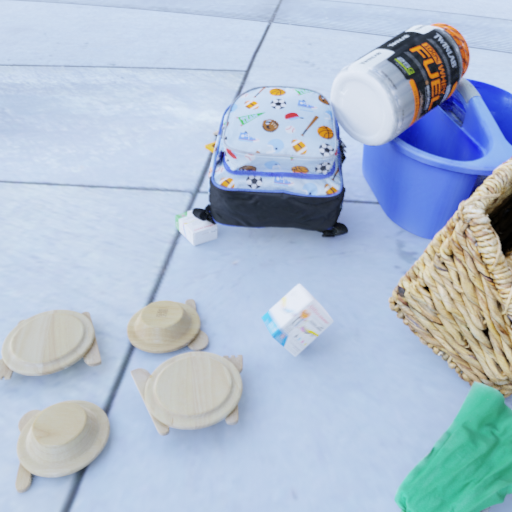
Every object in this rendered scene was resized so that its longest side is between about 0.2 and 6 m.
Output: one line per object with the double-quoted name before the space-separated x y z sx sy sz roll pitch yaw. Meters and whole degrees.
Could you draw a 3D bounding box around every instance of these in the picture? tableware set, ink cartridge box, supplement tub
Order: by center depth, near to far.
"tableware set" -2.175 1.792 8.841 3.880 0.450 3.241 -11 37 -13
"ink cartridge box" 0.676 1.048 9.204 0.878 0.646 0.635 -43 27 5
"supplement tub" 3.008 -3.591 11.478 2.793 1.711 1.711 -38 50 -25
"ink cartridge box" -1.295 -0.629 12.136 0.608 0.352 0.839 -20 42 -28

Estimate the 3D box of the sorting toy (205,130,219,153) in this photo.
"sorting toy" -0.109 -3.671 16.204 1.788 0.432 3.175 25 44 30

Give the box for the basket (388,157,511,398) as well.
"basket" 4.542 0.029 8.536 3.940 2.936 2.812 -33 69 -30

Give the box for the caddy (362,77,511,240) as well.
"caddy" 4.520 -2.716 12.966 3.736 2.774 5.285 -5 37 -6

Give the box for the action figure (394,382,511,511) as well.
"action figure" 2.634 2.864 7.184 2.492 0.681 1.472 -30 47 -25

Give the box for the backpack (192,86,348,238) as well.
"backpack" 0.437 -2.192 11.934 3.253 2.506 3.099 7 46 -4
